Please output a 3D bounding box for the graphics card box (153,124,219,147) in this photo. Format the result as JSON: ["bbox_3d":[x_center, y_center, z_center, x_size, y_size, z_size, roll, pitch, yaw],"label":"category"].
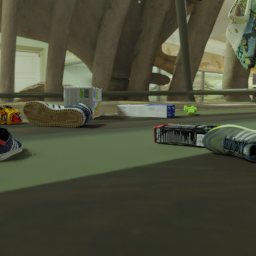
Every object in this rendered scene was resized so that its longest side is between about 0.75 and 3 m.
[{"bbox_3d":[1.372,0.137,5.836,1.462,0.372,0.917,2,6,29],"label":"graphics card box"}]

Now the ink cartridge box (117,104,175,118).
[{"bbox_3d":[0.860,-0.844,13.440,2.539,0.561,1.194,3,8,27],"label":"ink cartridge box"}]

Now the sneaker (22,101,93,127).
[{"bbox_3d":[-2.273,-0.491,9.331,2.228,0.781,1.209,9,14,15],"label":"sneaker"}]

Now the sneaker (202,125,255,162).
[{"bbox_3d":[1.825,0.252,4.387,1.411,0.521,0.571,3,10,36],"label":"sneaker"}]

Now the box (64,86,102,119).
[{"bbox_3d":[-1.964,-1.158,12.642,1.222,1.357,2.412,1,7,3],"label":"box"}]

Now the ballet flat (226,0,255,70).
[{"bbox_3d":[2.987,-2.648,7.220,0.966,2.602,0.966,15,-22,6],"label":"ballet flat"}]

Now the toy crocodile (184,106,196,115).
[{"bbox_3d":[3.263,-0.901,14.728,0.520,0.476,1.542,1,11,3],"label":"toy crocodile"}]

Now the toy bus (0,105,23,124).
[{"bbox_3d":[-4.189,-0.381,9.814,0.867,0.613,0.903,19,15,19],"label":"toy bus"}]

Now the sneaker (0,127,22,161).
[{"bbox_3d":[-2.075,0.212,4.735,0.425,0.479,1.134,-1,6,-8],"label":"sneaker"}]
